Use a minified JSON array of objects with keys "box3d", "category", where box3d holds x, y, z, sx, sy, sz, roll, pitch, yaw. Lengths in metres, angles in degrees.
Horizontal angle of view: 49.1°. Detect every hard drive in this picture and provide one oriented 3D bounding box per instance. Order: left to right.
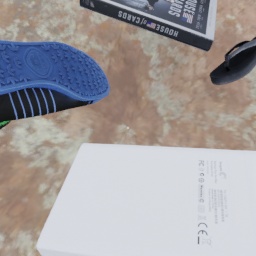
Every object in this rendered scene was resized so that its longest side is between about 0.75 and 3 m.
[{"box3d":[0.285,0.654,2.513,1.841,0.242,1.214,1,42,14],"category":"hard drive"}]

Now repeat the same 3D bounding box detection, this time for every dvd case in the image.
[{"box3d":[0.600,-2.776,6.218,2.777,0.343,2.087,19,48,0],"category":"dvd case"}]

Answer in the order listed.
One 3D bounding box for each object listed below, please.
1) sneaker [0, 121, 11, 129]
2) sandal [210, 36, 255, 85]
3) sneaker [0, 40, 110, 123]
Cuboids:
[{"box3d":[-2.526,-0.126,4.786,1.106,0.432,0.471,-15,83,-53],"category":"sneaker"},{"box3d":[2.707,-1.796,6.346,2.382,0.906,0.510,-40,113,-11],"category":"sandal"},{"box3d":[-1.384,-0.579,3.814,1.018,2.614,0.917,-25,79,35],"category":"sneaker"}]
